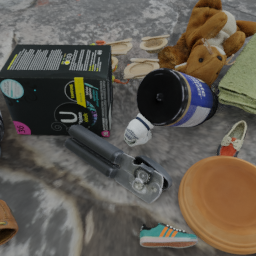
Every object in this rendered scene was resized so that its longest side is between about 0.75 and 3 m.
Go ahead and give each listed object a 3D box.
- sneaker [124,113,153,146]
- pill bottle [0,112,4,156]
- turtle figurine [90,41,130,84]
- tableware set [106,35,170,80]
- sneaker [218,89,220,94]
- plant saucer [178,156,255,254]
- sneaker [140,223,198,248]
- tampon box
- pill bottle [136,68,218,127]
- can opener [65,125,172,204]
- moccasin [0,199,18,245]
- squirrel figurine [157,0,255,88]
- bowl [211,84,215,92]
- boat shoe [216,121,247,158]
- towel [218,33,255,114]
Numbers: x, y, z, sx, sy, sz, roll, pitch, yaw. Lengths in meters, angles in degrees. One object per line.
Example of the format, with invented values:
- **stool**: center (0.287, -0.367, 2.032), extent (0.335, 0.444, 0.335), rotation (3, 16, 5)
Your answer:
- **sneaker**: center (0.181, 0.158, 6.699), extent (0.600, 1.572, 0.633), rotation (39, 80, 13)
- **pill bottle**: center (-4.022, -0.248, 7.034), extent (1.554, 1.554, 2.778), rotation (-19, 47, -18)
- **turtle figurine**: center (-1.355, -2.001, 9.285), extent (2.365, 0.944, 2.933), rotation (-12, 47, -20)
- **tableware set**: center (0.014, -2.318, 8.958), extent (2.351, 0.327, 2.815), rotation (3, 41, 19)
- **sneaker**: center (3.626, -1.610, 9.004), extent (0.929, 1.033, 2.512), rotation (46, 68, -2)
- **plant saucer**: center (2.200, 1.462, 5.928), extent (2.212, 0.414, 2.212), rotation (-1, 50, 1)
- **sneaker**: center (0.786, 2.063, 5.473), extent (1.111, 0.397, 0.444), rotation (1, 48, 3)
- **tampon box**: center (-1.740, -1.000, 7.537), extent (2.580, 1.934, 1.629), rotation (1, 44, 1)
- **pill bottle**: center (1.358, -0.670, 7.008), extent (1.301, 1.301, 2.326), rotation (37, 21, 32)
- **can opener**: center (-0.266, 0.775, 6.769), extent (2.818, 0.752, 0.942), rotation (30, 19, 28)
- **moccasin**: center (-3.276, 2.271, 4.966), extent (2.576, 0.942, 0.995), rotation (-18, 37, -31)
- **squirrel figurine**: center (2.305, -2.319, 8.953), extent (2.071, 2.926, 2.731), rotation (32, 63, -23)
- **bowl**: center (2.116, -1.077, 8.679), extent (1.016, 0.477, 1.016), rotation (0, 44, 0)
- **boat shoe**: center (2.694, 0.371, 7.199), extent (0.515, 0.453, 1.448), rotation (27, 51, 23)
- **towel**: center (4.004, -1.501, 7.851), extent (2.203, 0.542, 2.969), rotation (26, 64, 23)
